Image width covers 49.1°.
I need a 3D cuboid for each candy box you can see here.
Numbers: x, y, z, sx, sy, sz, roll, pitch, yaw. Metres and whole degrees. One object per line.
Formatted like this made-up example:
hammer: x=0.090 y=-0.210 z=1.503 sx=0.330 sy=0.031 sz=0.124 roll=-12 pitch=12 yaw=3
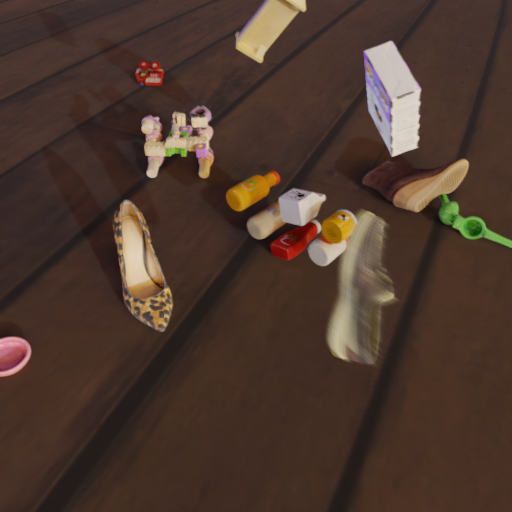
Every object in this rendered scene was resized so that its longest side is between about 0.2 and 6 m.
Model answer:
candy box: x=2.365 y=-2.703 z=9.758 sx=0.532 sy=1.488 sz=1.248 roll=-19 pitch=59 yaw=4

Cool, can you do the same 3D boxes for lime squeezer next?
lime squeezer: x=4.568 y=-0.719 z=12.051 sx=0.982 sy=0.524 sz=2.780 roll=9 pitch=27 yaw=-40

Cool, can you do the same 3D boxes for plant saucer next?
plant saucer: x=-4.134 y=1.696 z=9.273 sx=0.791 sy=0.200 sz=0.791 roll=0 pitch=39 yaw=0

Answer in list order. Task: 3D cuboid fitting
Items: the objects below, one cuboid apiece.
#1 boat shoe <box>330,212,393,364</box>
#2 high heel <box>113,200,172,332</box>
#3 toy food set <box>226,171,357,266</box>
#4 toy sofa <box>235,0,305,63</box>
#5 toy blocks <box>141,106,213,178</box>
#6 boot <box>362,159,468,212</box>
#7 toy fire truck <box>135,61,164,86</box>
boat shoe: x=1.418 y=0.431 z=7.008 sx=0.630 sy=1.916 sz=0.685 roll=16 pitch=13 yaw=29
high heel: x=-2.074 y=0.141 z=9.991 sx=0.821 sy=1.639 sz=2.299 roll=-15 pitch=42 yaw=-17
toy food set: x=0.929 y=-0.804 z=11.196 sx=2.945 sy=1.406 sz=1.325 roll=17 pitch=40 yaw=41
toy sofa: x=0.244 y=-4.364 z=10.289 sx=0.605 sy=1.460 sz=0.713 roll=21 pitch=53 yaw=-28
toy blocks: x=-1.864 y=-3.016 z=13.592 sx=1.691 sy=1.809 sz=1.523 roll=1 pitch=46 yaw=1
boot: x=3.685 y=-1.913 z=12.973 sx=1.990 sy=0.720 sz=1.655 roll=-35 pitch=48 yaw=-17
toy fire truck: x=-3.427 y=-5.760 z=17.922 sx=0.923 sy=0.517 sz=0.775 roll=4 pitch=59 yaw=6
